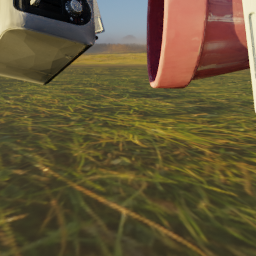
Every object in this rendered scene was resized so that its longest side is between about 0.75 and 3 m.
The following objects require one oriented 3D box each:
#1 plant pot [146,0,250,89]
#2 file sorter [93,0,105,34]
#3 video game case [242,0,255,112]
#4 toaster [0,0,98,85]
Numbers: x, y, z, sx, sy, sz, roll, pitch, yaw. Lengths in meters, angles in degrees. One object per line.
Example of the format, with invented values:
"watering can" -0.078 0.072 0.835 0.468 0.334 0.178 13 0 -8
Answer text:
"plant pot" 1.887 -2.397 6.396 2.675 2.989 2.989 -1 16 -2
"file sorter" -2.488 -3.406 8.314 2.804 1.945 1.746 -22 20 -19
"video game case" 1.915 -1.206 3.910 0.202 1.608 1.767 -3 17 35
"toaster" -1.959 -2.401 5.723 1.618 2.465 2.727 5 -15 -38
